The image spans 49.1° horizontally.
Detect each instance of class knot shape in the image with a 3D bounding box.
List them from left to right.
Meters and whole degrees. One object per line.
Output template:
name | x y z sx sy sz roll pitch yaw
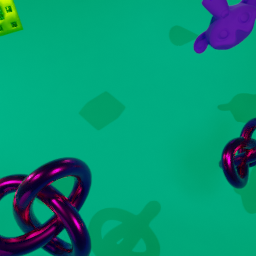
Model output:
knot shape | -1.375 1.577 4.813 2.074 0.958 1.941 -28 106 -1
knot shape | 2.345 0.557 5.649 0.694 1.405 1.501 36 78 24

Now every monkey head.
monkey head | 2.032 -2.294 5.900 1.725 1.039 1.241 -38 101 20

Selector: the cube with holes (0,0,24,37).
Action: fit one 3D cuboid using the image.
cube with holes | -2.683 -2.280 5.411 0.841 0.841 0.841 -27 40 -22
